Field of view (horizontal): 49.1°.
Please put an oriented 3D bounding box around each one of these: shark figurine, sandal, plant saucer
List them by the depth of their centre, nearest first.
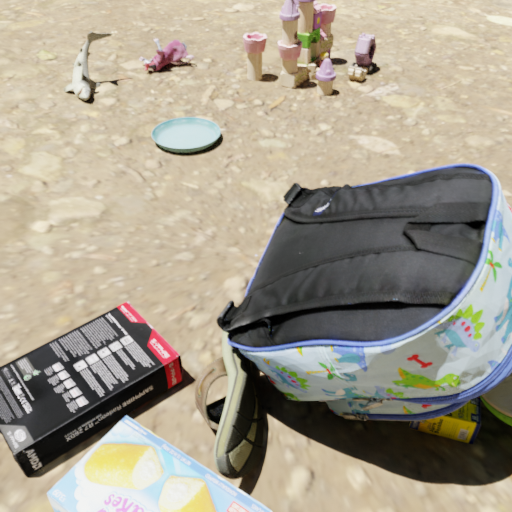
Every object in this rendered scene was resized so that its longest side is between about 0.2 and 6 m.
[{"bbox_3d":[-0.363,1.614,6.762,0.692,0.964,2.427,-14,33,6],"label":"sandal"},{"bbox_3d":[-1.555,-2.675,12.484,1.527,0.209,1.527,0,40,0],"label":"plant saucer"},{"bbox_3d":[-4.338,-4.820,14.575,1.184,1.982,0.827,-2,-13,45],"label":"shark figurine"}]

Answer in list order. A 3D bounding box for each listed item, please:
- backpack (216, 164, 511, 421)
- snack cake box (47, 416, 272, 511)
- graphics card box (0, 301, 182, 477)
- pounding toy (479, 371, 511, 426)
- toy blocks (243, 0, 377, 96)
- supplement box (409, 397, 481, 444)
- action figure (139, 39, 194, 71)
[{"bbox_3d":[1.542,0.426,6.282,2.981,2.191,2.728,-12,42,48],"label":"backpack"},{"bbox_3d":[-0.951,2.627,5.589,1.970,0.662,1.133,23,43,26],"label":"snack cake box"},{"bbox_3d":[-2.174,1.552,6.999,2.151,0.547,1.349,-28,47,-30],"label":"graphics card box"},{"bbox_3d":[3.380,1.664,6.734,1.715,1.031,2.222,-37,27,-29],"label":"pounding toy"},{"bbox_3d":[1.512,-6.017,14.782,2.958,2.490,2.764,20,43,23],"label":"toy blocks"},{"bbox_3d":[2.258,1.883,6.705,0.752,0.412,0.409,11,40,13],"label":"supplement box"},{"bbox_3d":[-2.628,-5.522,15.803,1.391,1.035,0.931,-48,14,-27],"label":"action figure"}]
